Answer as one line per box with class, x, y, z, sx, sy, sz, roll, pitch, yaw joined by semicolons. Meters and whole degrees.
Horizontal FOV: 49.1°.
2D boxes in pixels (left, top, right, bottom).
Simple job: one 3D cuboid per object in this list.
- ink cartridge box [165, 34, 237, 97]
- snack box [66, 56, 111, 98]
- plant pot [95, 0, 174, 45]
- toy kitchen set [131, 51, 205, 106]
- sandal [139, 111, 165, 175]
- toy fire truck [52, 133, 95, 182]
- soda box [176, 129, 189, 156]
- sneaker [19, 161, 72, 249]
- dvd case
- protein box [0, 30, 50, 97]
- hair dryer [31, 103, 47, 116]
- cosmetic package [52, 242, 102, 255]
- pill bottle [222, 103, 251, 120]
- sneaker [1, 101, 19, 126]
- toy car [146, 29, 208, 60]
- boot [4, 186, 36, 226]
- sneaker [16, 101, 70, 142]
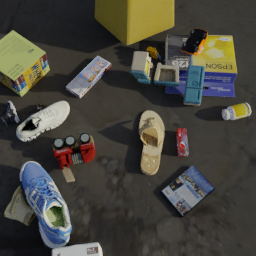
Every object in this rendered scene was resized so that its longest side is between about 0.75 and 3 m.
ink cartridge box;2.994;-2.692;11.674;2.834;0.674;2.868;3;60;2
snack box;-1.599;-2.141;11.574;0.738;0.250;2.052;32;66;16
plant pot;0.278;-5.653;11.668;2.670;2.749;2.687;-28;58;-21
toy kitchen set;1.490;-1.753;10.226;2.509;2.010;1.478;6;90;12
sandal;0.853;0.296;9.885;0.955;0.857;2.606;4;61;2
toy fire truck;-1.779;1.051;9.496;1.386;1.013;1.575;-11;73;-7
soda box;1.949;0.518;10.074;0.347;0.314;0.991;1;60;-1
sneaker;-2.432;2.164;8.561;1.084;1.103;2.862;-17;65;-40
dvd case;1.992;2.083;9.302;1.509;0.132;1.077;-35;67;-17
protein box;-4.417;-2.563;11.163;1.741;1.175;1.728;34;66;9
hair dryer;-3.268;-0.559;10.783;0.782;0.212;0.595;23;81;17
cosmetic package;-1.283;3.884;7.551;1.221;1.481;1.222;-8;61;-4
pill bottle;4.078;-0.602;10.569;0.949;0.534;0.534;-13;62;-7
sneaker;-4.550;-0.555;10.622;0.578;0.383;1.016;-24;66;-15
toy car;2.091;-3.423;11.629;2.398;0.798;1.176;9;73;31
boot;-3.273;2.418;8.963;0.920;0.431;1.184;18;64;10
sneaker;-3.046;-0.297;10.139;2.160;0.875;0.812;-37;85;-17
